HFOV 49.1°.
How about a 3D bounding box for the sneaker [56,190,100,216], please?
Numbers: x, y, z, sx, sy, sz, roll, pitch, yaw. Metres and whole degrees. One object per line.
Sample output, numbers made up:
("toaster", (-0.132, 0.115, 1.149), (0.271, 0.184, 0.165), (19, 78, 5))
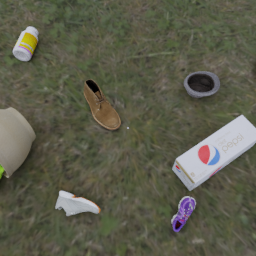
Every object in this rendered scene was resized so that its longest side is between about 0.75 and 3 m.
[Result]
("sneaker", (-1.555, 2.456, 8.627), (1.442, 0.546, 0.663), (15, 70, 16))

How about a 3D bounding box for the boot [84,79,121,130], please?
("boot", (-1.009, -0.863, 10.169), (0.804, 0.824, 2.185), (-30, 67, -17))

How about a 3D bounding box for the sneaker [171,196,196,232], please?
("sneaker", (1.656, 2.561, 8.230), (0.471, 0.487, 1.168), (21, 106, 3))

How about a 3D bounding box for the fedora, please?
("fedora", (2.762, -1.561, 10.658), (1.307, 0.590, 1.156), (-8, 62, -3))

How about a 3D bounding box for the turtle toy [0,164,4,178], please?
("turtle toy", (-4.994, 1.342, 8.782), (2.259, 1.142, 1.646), (-5, 62, 4))

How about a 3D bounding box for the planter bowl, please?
("planter bowl", (-3.932, 0.264, 8.906), (2.190, 2.190, 1.474), (36, 59, 17))

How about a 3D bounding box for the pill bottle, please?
("pill bottle", (-4.185, -3.516, 11.615), (0.729, 0.729, 1.398), (9, 63, 5))

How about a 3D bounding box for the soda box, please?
("soda box", (2.911, 0.801, 9.218), (2.899, 0.923, 0.987), (-31, 66, -15))
